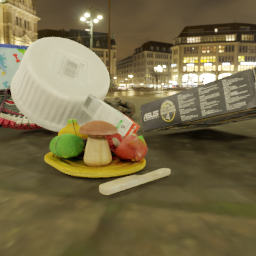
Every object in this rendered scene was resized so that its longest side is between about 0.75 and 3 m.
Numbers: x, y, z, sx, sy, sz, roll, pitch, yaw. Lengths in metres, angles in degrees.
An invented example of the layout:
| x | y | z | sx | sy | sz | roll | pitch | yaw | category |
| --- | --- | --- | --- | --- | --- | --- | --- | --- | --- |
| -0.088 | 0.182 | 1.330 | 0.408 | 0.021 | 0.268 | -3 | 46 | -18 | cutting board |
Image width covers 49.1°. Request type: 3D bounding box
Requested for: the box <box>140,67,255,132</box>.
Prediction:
| x | y | z | sx | sy | sz | roll | pitch | yaw | category |
| --- | --- | --- | --- | --- | --- | --- | --- | --- | --- |
| 2.094 | -0.472 | 6.113 | 2.415 | 0.736 | 2.997 | -6 | -5 | -34 | box |

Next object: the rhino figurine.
| x | y | z | sx | sy | sz | roll | pitch | yaw | category |
| --- | --- | --- | --- | --- | --- | --- | --- | --- | --- |
| -0.609 | -0.781 | 11.121 | 0.989 | 0.676 | 2.263 | 20 | -8 | -41 | rhino figurine |

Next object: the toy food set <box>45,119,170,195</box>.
| x | y | z | sx | sy | sz | roll | pitch | yaw | category |
| --- | --- | --- | --- | --- | --- | --- | --- | --- | --- |
| -0.392 | 0.197 | 3.890 | 1.216 | 0.675 | 2.066 | -6 | 9 | -36 | toy food set |

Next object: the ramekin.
| x | y | z | sx | sy | sz | roll | pitch | yaw | category |
| --- | --- | --- | --- | --- | --- | --- | --- | --- | --- |
| -1.505 | -1.091 | 6.595 | 2.207 | 2.207 | 1.076 | -6 | -31 | -36 | ramekin |

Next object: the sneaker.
| x | y | z | sx | sy | sz | roll | pitch | yaw | category |
| --- | --- | --- | --- | --- | --- | --- | --- | --- | --- |
| -2.735 | -0.485 | 6.768 | 2.614 | 0.976 | 1.054 | 6 | -9 | -34 | sneaker |

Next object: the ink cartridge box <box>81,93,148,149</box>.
| x | y | z | sx | sy | sz | roll | pitch | yaw | category |
| --- | --- | --- | --- | --- | --- | --- | --- | --- | --- |
| -0.157 | -0.107 | 4.870 | 1.242 | 0.313 | 0.677 | 30 | 5 | -31 | ink cartridge box |

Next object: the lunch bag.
| x | y | z | sx | sy | sz | roll | pitch | yaw | category |
| --- | --- | --- | --- | --- | --- | --- | --- | --- | --- |
| -3.164 | -1.426 | 9.407 | 2.883 | 2.451 | 1.837 | -6 | 10 | -35 | lunch bag |
